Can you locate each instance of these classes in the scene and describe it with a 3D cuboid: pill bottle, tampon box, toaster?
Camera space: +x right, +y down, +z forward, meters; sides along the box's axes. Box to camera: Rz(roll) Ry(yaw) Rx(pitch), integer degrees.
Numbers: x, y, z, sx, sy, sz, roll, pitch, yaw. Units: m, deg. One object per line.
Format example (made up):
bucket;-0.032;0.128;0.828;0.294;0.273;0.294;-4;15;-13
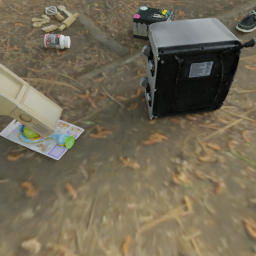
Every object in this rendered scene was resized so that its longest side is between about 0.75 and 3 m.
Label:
pill bottle;-2.981;-3.655;11.839;0.981;0.568;0.568;3;48;2
tampon box;1.130;-4.586;12.396;1.556;0.982;1.166;14;50;13
toaster;1.933;-1.832;8.769;2.951;2.669;1.751;-8;48;-7

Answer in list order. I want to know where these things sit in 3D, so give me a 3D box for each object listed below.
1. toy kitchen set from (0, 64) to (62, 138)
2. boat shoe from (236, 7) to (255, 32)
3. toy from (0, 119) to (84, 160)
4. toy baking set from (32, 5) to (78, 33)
toy kitchen set;-3.668;0.064;7.935;2.444;2.205;1.994;-32;35;32
boat shoe;5.858;-5.201;13.102;2.346;0.793;0.842;-37;59;-27
toy;-2.689;-0.008;8.569;2.329;0.550;1.341;21;51;18
toy baking set;-3.483;-5.410;13.591;2.011;0.305;2.620;20;51;17
